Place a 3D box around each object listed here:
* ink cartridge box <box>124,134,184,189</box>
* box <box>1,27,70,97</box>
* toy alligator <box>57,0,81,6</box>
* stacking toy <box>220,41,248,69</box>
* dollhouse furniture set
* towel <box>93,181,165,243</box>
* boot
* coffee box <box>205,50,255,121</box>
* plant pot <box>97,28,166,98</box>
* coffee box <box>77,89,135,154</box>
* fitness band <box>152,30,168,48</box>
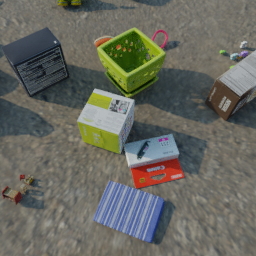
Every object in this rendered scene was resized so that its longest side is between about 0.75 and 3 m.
[{"bbox_3d":[0.798,0.991,8.570,1.591,0.347,1.381,-12,59,-7],"label":"ink cartridge box"},{"bbox_3d":[-3.098,-2.252,9.654,1.698,1.684,1.046,-31,65,-17],"label":"box"},{"bbox_3d":[-2.192,-5.873,12.318,2.865,0.849,0.777,-4,20,-2],"label":"toy alligator"},{"bbox_3d":[4.284,-2.807,10.787,1.245,0.293,0.939,-18,62,-10],"label":"stacking toy"},{"bbox_3d":[-3.196,1.744,8.190,0.465,0.351,0.863,21,45,12],"label":"dollhouse furniture set"},{"bbox_3d":[0.050,2.323,7.918,1.748,0.208,1.266,17,64,11],"label":"towel"},{"bbox_3d":[-0.573,-3.078,10.812,1.512,0.567,0.810,4,65,1],"label":"boot"},{"bbox_3d":[3.940,-1.538,9.407,2.494,1.426,0.994,-36,67,-17],"label":"coffee box"},{"bbox_3d":[0.109,-2.138,9.683,1.677,1.530,1.686,-34,66,-17],"label":"plant pot"},{"bbox_3d":[-0.637,-0.184,8.668,1.321,1.319,1.307,18,62,10],"label":"coffee box"},{"bbox_3d":[1.260,-3.508,11.114,0.573,0.149,0.798,26,85,-1],"label":"fitness band"}]
